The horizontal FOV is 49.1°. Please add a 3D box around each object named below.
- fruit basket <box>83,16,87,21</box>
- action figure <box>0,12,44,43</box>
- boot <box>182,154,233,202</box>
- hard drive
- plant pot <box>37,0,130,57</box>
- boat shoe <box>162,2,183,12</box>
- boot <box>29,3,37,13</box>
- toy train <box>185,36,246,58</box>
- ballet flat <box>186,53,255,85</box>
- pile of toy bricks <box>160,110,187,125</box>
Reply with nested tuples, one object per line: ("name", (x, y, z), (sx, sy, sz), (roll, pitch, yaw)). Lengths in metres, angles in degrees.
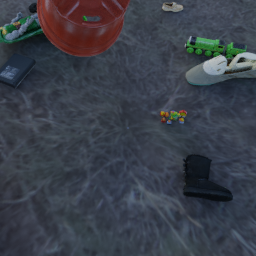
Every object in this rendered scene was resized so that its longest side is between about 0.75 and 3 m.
("fruit basket", (-2.051, -3.577, 9.814), (1.491, 1.491, 1.076), (-19, 60, -12))
("action figure", (-3.699, -3.752, 10.246), (2.877, 0.787, 1.699), (-35, 50, -24))
("boot", (2.040, 1.281, 7.284), (1.325, 0.490, 1.086), (7, 57, 8))
("hard drive", (-3.833, -1.966, 9.483), (0.878, 0.207, 1.259), (20, 60, 12))
("plant pot", (-1.035, -3.147, 6.863), (2.468, 2.401, 2.468), (-2, 98, -13))
("boat shoe", (1.817, -4.909, 11.301), (0.837, 0.290, 0.309), (-1, 58, 0))
("boot", (-3.323, -4.789, 11.104), (0.773, 0.389, 1.034), (13, 30, 33))
("toy train", (3.061, -2.808, 9.791), (2.104, 0.593, 0.439), (12, 58, 7))
("ballet flat", (3.252, -2.037, 9.135), (2.734, 0.871, 0.921), (-7, 56, -4))
("pile of toy bricks", (1.360, -0.375, 8.369), (0.787, 0.389, 0.437), (6, 58, 4))
